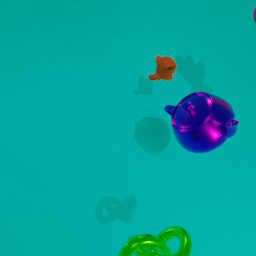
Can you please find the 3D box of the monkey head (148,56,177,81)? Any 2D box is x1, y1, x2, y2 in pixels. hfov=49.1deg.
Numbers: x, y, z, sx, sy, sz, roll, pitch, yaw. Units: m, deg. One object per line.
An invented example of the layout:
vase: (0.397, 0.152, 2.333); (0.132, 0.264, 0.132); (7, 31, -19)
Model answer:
monkey head: (0.906, -1.593, 7.507); (0.747, 0.626, 1.039); (-12, 31, -14)

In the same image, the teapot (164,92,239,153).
teapot: (1.371, -0.157, 5.261); (1.212, 0.955, 1.950); (-57, 35, -7)

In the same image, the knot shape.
knot shape: (0.296, 1.832, 4.161); (1.071, 1.145, 0.529); (2, 65, -37)

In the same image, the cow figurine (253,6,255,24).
cow figurine: (3.091, -2.109, 5.709); (0.950, 1.731, 1.703); (-3, 59, 13)
